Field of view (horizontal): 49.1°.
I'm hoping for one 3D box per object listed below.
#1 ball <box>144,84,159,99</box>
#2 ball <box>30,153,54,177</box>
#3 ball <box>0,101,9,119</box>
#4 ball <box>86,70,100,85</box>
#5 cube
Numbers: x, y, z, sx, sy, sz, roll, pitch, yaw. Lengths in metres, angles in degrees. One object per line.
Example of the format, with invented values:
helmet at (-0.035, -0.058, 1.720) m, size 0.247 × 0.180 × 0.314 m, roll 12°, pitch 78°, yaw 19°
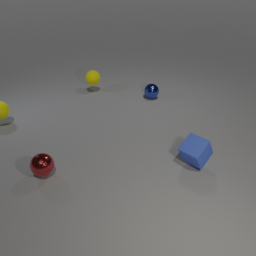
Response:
ball at (1.100, -1.715, 13.047) m, size 0.700 × 0.700 × 0.700 m, roll 0°, pitch 31°, yaw 0°
ball at (-2.552, 1.093, 8.330) m, size 0.700 × 0.700 × 0.700 m, roll 0°, pitch 31°, yaw 0°
ball at (-4.928, -0.681, 10.731) m, size 0.700 × 0.700 × 0.700 m, roll 0°, pitch 31°, yaw 0°
ball at (-1.679, -2.402, 13.409) m, size 0.700 × 0.700 × 0.700 m, roll 0°, pitch 31°, yaw 0°
cube at (2.075, 0.700, 8.565) m, size 0.700 × 0.700 × 0.700 m, roll 27°, pitch 70°, yaw 40°
